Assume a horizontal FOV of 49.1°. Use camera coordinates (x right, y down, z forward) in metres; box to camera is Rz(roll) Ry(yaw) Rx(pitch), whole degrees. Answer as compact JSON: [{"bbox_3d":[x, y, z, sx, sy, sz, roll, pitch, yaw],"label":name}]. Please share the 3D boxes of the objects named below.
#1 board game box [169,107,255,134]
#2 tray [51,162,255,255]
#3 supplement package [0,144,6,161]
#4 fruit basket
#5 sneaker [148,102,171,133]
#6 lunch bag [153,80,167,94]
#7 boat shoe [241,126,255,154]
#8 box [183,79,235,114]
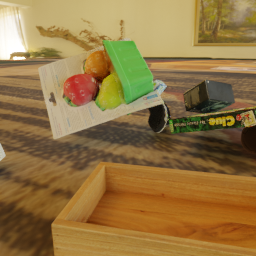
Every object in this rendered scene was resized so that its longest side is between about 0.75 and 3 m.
[{"bbox_3d":[2.137,-0.225,6.293,1.558,0.349,2.973,-9,1,28],"label":"board game box"},{"bbox_3d":[0.875,1.041,3.088,2.963,0.549,1.461,5,18,13],"label":"tray"},{"bbox_3d":[-2.551,0.508,4.735,0.477,0.459,0.839,-14,19,9],"label":"supplement package"},{"bbox_3d":[-0.728,-0.987,6.564,2.468,1.157,2.286,-23,57,-1],"label":"fruit basket"},{"bbox_3d":[0.959,-0.313,7.509,0.669,0.579,1.615,39,26,-18],"label":"sneaker"},{"bbox_3d":[1.102,-1.524,11.092,0.379,0.738,0.919,49,21,13],"label":"lunch bag"},{"bbox_3d":[3.366,0.273,5.116,0.889,0.888,2.403,-6,17,-34],"label":"boat shoe"},{"bbox_3d":[2.193,-0.819,7.634,0.950,0.589,0.934,5,-21,-27],"label":"box"}]
